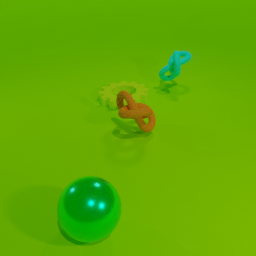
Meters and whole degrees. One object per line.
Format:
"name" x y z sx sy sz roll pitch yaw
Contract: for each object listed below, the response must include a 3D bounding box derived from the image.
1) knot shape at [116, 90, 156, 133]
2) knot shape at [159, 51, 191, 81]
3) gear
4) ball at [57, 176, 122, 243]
"knot shape" 0.139 -0.489 7.513 1.269 0.627 1.356 39 9 28
"knot shape" 1.616 -2.159 9.936 0.616 1.247 1.332 37 37 -1
"gear" -0.148 -1.147 9.640 1.694 0.313 1.694 -2 32 1
"ball" -0.656 1.377 4.814 1.097 1.097 1.097 0 31 0
